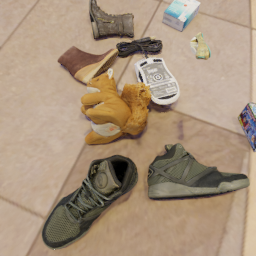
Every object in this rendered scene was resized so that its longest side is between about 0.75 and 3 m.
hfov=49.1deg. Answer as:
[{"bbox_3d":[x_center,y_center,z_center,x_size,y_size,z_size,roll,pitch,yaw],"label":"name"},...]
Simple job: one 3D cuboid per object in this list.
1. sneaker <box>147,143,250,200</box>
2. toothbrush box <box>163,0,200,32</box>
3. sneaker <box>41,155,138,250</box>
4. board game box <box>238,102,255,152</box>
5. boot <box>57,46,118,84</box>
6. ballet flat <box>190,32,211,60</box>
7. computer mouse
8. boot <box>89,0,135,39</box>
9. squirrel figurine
[{"bbox_3d":[1.827,1.077,7.454,2.661,1.017,1.524,-3,71,5],"label":"sneaker"},{"bbox_3d":[1.944,-4.205,10.192,0.863,0.503,1.179,34,68,14],"label":"toothbrush box"},{"bbox_3d":[-0.983,1.688,6.830,2.963,1.697,1.133,-37,68,-13],"label":"sneaker"},{"bbox_3d":[3.685,-0.097,7.895,0.373,1.208,1.209,-13,66,-6],"label":"board game box"},{"bbox_3d":[-1.315,-2.360,9.258,1.404,0.611,1.687,41,76,14],"label":"boot"},{"bbox_3d":[1.196,-1.406,4.780,0.295,0.295,0.835,1,39,1],"label":"ballet flat"},{"bbox_3d":[0.724,-1.784,9.036,1.588,0.635,2.896,-14,61,-10],"label":"computer mouse"},{"bbox_3d":[-0.567,-3.934,10.058,1.558,0.619,1.789,-9,75,-5],"label":"boot"},{"bbox_3d":[-0.359,-0.744,8.231,2.087,1.477,1.948,-3,54,-4],"label":"squirrel figurine"}]
